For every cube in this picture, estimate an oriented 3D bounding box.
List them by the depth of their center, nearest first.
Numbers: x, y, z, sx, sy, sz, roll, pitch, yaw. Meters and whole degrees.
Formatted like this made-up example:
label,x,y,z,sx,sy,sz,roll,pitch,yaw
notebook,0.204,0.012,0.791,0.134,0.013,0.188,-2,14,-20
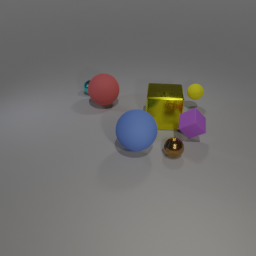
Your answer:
label,x,y,z,sx,sy,sz,roll,pitch,yaw
cube,2.313,-0.165,10.046,0.700,0.700,0.700,-24,42,38
cube,1.455,-0.878,11.292,1.400,1.400,1.400,3,33,5

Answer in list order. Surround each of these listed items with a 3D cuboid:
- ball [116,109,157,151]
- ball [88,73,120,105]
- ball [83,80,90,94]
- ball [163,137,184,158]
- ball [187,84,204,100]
label,x,y,z,sx,sy,sz,roll,pitch,yaw
ball,0.282,0.076,9.389,1.400,1.400,1.400,0,33,0
ball,-1.078,-1.714,12.458,1.400,1.400,1.400,0,33,0
ball,-1.822,-1.993,13.688,0.700,0.700,0.700,0,33,0
ball,1.561,0.668,9.541,0.700,0.700,0.700,0,33,0
ball,2.921,-1.564,12.141,0.700,0.700,0.700,0,33,0
